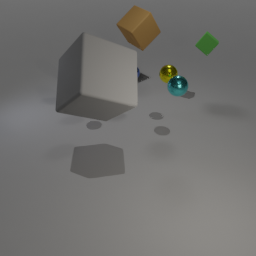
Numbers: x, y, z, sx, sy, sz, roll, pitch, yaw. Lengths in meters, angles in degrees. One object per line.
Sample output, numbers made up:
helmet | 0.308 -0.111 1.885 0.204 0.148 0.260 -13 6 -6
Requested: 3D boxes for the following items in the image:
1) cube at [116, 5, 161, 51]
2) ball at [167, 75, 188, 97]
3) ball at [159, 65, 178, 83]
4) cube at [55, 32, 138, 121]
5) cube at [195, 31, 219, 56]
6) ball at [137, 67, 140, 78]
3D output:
cube | 0.552 -5.148 14.445 1.400 1.400 1.400 -46 51 0
ball | 1.664 -1.403 9.361 0.700 0.700 0.700 0 30 0
ball | 1.533 -2.042 10.602 0.700 0.700 0.700 0 30 0
cube | -0.736 -1.080 6.491 1.400 1.400 1.400 10 -18 -33
cube | 3.450 -3.682 12.204 0.700 0.700 0.700 41 29 -2
ball | 0.167 -2.442 12.291 0.700 0.700 0.700 0 30 0
